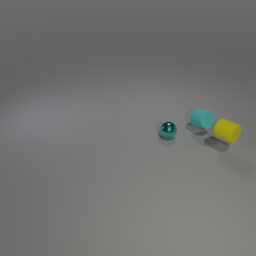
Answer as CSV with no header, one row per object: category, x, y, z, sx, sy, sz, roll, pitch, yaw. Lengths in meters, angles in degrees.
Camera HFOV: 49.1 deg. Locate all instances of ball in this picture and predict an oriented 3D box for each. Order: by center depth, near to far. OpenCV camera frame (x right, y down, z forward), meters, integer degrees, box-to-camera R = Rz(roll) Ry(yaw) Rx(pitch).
ball,1.608,0.089,11.177,0.700,0.700,0.700,0,32,0

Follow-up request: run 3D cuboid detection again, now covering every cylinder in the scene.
cylinder,3.583,0.103,10.114,0.700,0.700,0.700,-24,38,-34
cylinder,2.980,-0.371,11.247,0.700,0.700,0.700,-15,15,-23
